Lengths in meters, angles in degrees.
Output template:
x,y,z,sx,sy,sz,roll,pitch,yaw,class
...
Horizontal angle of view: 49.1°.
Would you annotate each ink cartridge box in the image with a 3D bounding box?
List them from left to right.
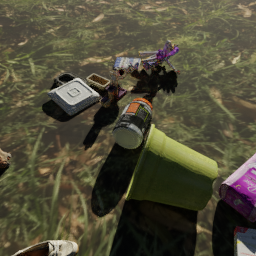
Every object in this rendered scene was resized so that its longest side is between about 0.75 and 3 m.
x,y,z,sx,sy,sz,roll,pitch,yaw,class
3.198,3.157,7.513,0.620,0.356,0.854,10,46,10,ink cartridge box

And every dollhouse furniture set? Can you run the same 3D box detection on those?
x,y,z,sx,sy,sz,roll,pitch,yaw,class
-1.201,-2.054,12.008,1.885,1.338,1.494,28,51,25,dollhouse furniture set

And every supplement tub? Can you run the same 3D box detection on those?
x,y,z,sx,sy,sz,roll,pitch,yaw,class
0.233,-0.220,10.343,1.119,1.119,1.827,15,47,15,supplement tub

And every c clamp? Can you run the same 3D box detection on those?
x,y,z,sx,sy,sz,roll,pitch,yaw,class
-2.731,-2.053,12.794,1.715,0.232,1.465,35,55,29,c clamp

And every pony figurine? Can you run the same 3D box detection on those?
x,y,z,sx,sy,sz,roll,pitch,yaw,class
1.633,-3.431,13.458,2.008,1.672,1.939,-16,36,5,pony figurine

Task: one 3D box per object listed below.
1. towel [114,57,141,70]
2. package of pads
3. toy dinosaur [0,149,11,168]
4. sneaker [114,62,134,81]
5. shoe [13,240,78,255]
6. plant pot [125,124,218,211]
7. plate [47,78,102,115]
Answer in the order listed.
x,y,z,sx,sy,sz,roll,pitch,yaw,class
-0.019,-3.228,14.028,1.261,0.150,0.926,6,47,8,towel
3.969,1.700,8.641,2.166,0.820,1.305,-31,50,-27,package of pads
-5.441,0.564,9.621,2.723,1.169,1.845,-3,58,8,toy dinosaur
-0.339,-2.467,12.515,0.581,1.316,0.535,-35,94,-40,sneaker
-2.197,3.315,7.269,1.795,0.479,0.628,-11,46,-10,shoe
1.319,1.346,8.220,2.160,2.349,2.349,20,47,3,plant pot
-2.307,-1.463,12.067,1.728,0.280,1.732,-35,60,-30,plate
